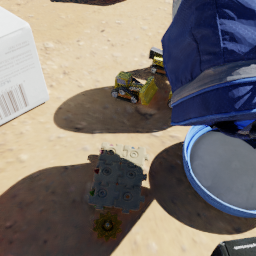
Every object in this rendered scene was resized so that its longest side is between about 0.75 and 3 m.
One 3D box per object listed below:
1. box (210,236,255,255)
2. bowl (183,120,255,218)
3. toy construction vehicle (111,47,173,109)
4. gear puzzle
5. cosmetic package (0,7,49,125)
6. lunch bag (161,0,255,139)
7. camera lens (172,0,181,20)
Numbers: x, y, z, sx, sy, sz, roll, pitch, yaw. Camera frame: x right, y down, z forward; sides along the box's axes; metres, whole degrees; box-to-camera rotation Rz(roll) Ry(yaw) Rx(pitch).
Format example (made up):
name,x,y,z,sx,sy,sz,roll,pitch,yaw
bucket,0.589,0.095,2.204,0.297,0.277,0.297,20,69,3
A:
name,x,y,z,sx,sy,sz,roll,pitch,yaw
box,2.843,2.761,4.014,2.760,1.188,2.260,-5,48,-5
bowl,2.460,0.757,6.221,2.552,0.501,2.552,2,52,-2
toy construction vehicle,1.163,-1.549,8.241,2.696,0.949,2.347,20,50,18
gear puzzle,-0.213,1.320,6.042,1.182,0.299,2.282,7,50,4
cosmetic package,-4.039,-1.742,7.460,2.358,2.343,2.817,-36,55,-29
lunch bag,1.689,-0.813,4.155,1.963,2.889,1.911,-7,89,-2
camera lens,2.427,-2.785,7.054,2.394,1.915,1.915,-4,47,1
